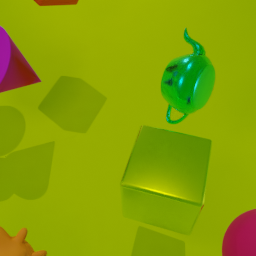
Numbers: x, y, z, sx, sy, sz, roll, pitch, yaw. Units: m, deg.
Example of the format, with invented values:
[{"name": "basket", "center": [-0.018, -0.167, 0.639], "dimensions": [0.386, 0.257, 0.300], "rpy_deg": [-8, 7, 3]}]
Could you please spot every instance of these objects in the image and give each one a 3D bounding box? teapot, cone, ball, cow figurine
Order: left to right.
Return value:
[{"name": "cow figurine", "center": [-1.381, 1.534, 2.332], "dimensions": [1.362, 1.384, 0.759], "rpy_deg": [-41, 92, -7]}, {"name": "cone", "center": [-2.157, -1.073, 5.375], "dimensions": [1.309, 1.313, 1.309], "rpy_deg": [-5, 80, 29]}, {"name": "teapot", "center": [0.930, -0.796, 4.558], "dimensions": [0.772, 0.980, 1.576], "rpy_deg": [23, 108, 35]}, {"name": "ball", "center": [1.878, 1.685, 3.677], "dimensions": [1.228, 1.228, 1.228], "rpy_deg": [0, 66, 0]}]

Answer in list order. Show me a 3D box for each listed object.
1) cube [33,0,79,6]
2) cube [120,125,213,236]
[{"name": "cube", "center": [-1.503, -3.191, 5.402], "dimensions": [1.119, 1.119, 1.119], "rpy_deg": [44, 38, 7]}, {"name": "cube", "center": [0.549, 0.759, 4.101], "dimensions": [1.056, 1.056, 1.056], "rpy_deg": [12, 52, 11]}]
